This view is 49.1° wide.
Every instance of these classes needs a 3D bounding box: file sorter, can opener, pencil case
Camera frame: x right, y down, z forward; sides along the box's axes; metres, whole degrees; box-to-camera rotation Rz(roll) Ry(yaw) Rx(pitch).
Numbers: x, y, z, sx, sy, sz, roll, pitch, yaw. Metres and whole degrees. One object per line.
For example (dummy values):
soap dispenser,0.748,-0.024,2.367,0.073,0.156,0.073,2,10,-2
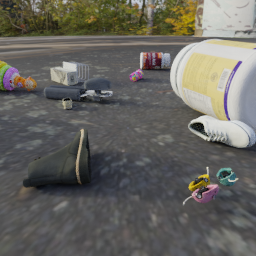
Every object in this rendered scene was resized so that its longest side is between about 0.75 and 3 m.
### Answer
file sorter,-2.367,-2.569,12.800,0.714,0.795,1.146,-14,25,-39
can opener,-1.732,-1.404,9.762,2.510,0.839,0.670,6,22,15
pencil case,0.402,-2.431,12.951,0.430,0.430,0.972,7,23,17

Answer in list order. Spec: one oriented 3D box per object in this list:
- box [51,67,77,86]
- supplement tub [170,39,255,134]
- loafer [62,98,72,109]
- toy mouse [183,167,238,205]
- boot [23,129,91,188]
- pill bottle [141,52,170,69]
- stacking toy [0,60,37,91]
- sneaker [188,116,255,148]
box,-2.841,-2.297,12.371,0.497,0.598,1.455,-19,27,-38
supplement tub,2.711,-1.269,7.647,2.146,2.146,2.951,-9,24,-22
loafer,-1.968,-0.855,9.122,0.327,0.295,0.863,-6,23,-15
toy mouse,1.347,0.900,4.326,1.091,0.211,0.970,-31,4,-35
boot,-1.294,0.509,5.350,1.121,0.628,1.621,-7,21,-4
pill bottle,1.498,-3.722,15.510,1.571,0.897,0.897,-1,22,-1
stacking toy,-4.815,-1.980,10.992,2.597,1.507,1.425,17,24,6
sneaker,2.068,0.130,6.391,0.596,0.615,1.683,-20,19,-24
